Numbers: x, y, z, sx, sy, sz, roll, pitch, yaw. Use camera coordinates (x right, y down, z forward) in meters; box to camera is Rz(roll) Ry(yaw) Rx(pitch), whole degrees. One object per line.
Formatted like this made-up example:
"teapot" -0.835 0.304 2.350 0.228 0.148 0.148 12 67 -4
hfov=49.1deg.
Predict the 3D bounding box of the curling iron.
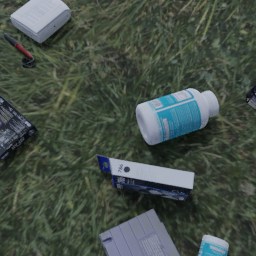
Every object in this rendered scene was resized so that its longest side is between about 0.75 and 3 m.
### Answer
"curling iron" -4.633 -3.322 11.706 0.556 0.287 2.244 -37 70 -15

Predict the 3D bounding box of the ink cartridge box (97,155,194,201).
"ink cartridge box" 0.442 1.594 8.766 2.980 1.482 0.584 10 64 7

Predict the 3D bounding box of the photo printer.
"photo printer" -3.699 -4.867 12.163 1.785 0.745 2.146 34 69 16

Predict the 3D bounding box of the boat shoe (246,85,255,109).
"boat shoe" 5.727 -0.779 9.957 2.847 1.320 1.063 32 69 14

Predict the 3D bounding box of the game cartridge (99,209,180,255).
"game cartridge" 0.645 4.050 7.963 1.940 0.574 2.992 -16 63 -26

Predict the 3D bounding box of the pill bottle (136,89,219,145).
"pill bottle" 1.730 -0.475 9.741 2.672 1.480 1.480 -17 66 -8

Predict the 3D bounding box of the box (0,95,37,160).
"box" -4.591 -0.066 10.110 2.026 0.441 1.623 37 70 16

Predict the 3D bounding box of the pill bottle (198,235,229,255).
"pill bottle" 2.390 3.900 8.098 0.765 0.765 1.381 19 66 9
